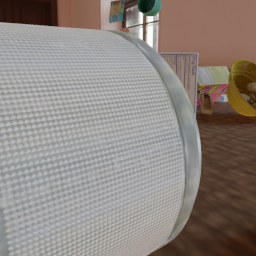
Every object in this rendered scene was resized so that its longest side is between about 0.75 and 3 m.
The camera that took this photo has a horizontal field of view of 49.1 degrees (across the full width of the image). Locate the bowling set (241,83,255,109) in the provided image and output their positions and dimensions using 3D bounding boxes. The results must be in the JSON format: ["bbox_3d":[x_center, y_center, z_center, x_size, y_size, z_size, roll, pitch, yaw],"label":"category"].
[{"bbox_3d":[4.691,-1.140,9.260,1.149,1.490,2.141,-8,36,-34],"label":"bowling set"}]

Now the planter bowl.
[{"bbox_3d":[4.256,-1.173,9.908,2.397,2.397,0.998,-9,-23,-31],"label":"planter bowl"}]

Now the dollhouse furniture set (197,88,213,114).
[{"bbox_3d":[2.596,-1.123,10.074,1.149,0.936,1.093,9,54,-4],"label":"dollhouse furniture set"}]

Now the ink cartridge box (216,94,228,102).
[{"bbox_3d":[4.443,-1.400,13.106,0.805,0.273,0.467,-11,19,-37],"label":"ink cartridge box"}]

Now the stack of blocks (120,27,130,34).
[{"bbox_3d":[-0.022,-3.571,11.853,0.366,1.251,0.720,-17,43,0],"label":"stack of blocks"}]

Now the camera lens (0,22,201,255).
[{"bbox_3d":[-1.054,0.341,2.446,2.989,2.391,2.391,-11,19,-38],"label":"camera lens"}]

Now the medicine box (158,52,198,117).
[{"bbox_3d":[0.878,-1.208,8.655,2.327,2.120,1.198,0,9,-2],"label":"medicine box"}]

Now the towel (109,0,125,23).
[{"bbox_3d":[-0.491,-5.093,12.258,0.701,0.956,0.104,-21,54,-27],"label":"towel"}]

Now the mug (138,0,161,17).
[{"bbox_3d":[0.627,-3.462,7.755,0.592,0.721,0.446,6,3,35],"label":"mug"}]

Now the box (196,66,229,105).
[{"bbox_3d":[3.077,-1.701,11.543,1.807,0.874,1.590,-6,-24,-25],"label":"box"}]
